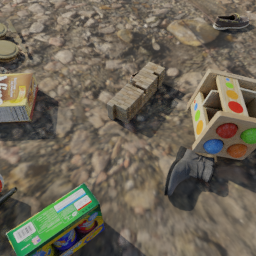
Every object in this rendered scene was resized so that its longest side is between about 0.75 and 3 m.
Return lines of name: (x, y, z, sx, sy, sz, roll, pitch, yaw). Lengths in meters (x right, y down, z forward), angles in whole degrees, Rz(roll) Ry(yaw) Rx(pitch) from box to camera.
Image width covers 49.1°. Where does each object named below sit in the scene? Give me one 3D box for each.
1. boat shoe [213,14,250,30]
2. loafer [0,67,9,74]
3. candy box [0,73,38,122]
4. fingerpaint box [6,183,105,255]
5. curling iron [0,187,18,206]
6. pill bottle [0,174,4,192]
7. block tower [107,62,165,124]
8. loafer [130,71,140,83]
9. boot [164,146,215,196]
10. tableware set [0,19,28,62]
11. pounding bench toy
boat shoe: (4.733, -4.851, 12.657, 1.723, 0.513, 0.619, -8, 50, -7)
loafer: (-4.979, -2.218, 10.586, 0.940, 0.296, 0.338, 15, 52, 13)
candy box: (-4.554, -0.983, 9.214, 2.838, 0.785, 1.638, -3, 49, -2)
fingerpaint box: (-1.432, 2.241, 6.059, 1.783, 1.487, 0.654, -31, 56, -23)
curling iron: (-3.313, 2.025, 6.590, 1.834, 0.234, 0.455, -39, 24, -2)
pill bottle: (-3.760, 1.632, 6.641, 0.841, 0.841, 1.509, 13, 29, 11)
block tower: (0.334, -1.211, 9.481, 0.738, 0.690, 2.553, 28, 56, 23)
loafer: (0.462, -1.981, 10.387, 0.938, 0.295, 0.337, -35, 58, -26)
boot: (1.689, 1.236, 7.490, 1.113, 0.590, 1.691, 21, 53, 16)
tableware set: (-5.382, -3.520, 11.566, 1.735, 0.526, 2.625, -18, 57, -29)
pounding bench toy: (3.250, -0.185, 7.971, 2.569, 1.596, 2.004, 10, 50, -10)
